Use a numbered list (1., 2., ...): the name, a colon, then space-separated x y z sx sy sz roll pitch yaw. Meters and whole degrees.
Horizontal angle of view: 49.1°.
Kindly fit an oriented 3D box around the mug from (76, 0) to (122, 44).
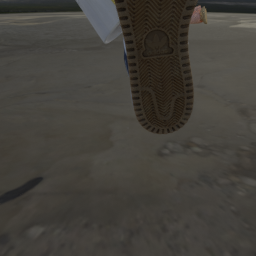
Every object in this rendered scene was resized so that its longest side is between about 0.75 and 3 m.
1. mug: -0.407 -3.309 6.959 1.857 1.525 1.488 -43 6 -3

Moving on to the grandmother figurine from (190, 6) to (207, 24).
1. grandmother figurine: 0.938 -2.232 5.932 1.399 0.424 0.848 -5 3 20

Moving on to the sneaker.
1. sneaker: 0.358 -1.512 3.568 1.007 2.872 1.558 -2 32 2
